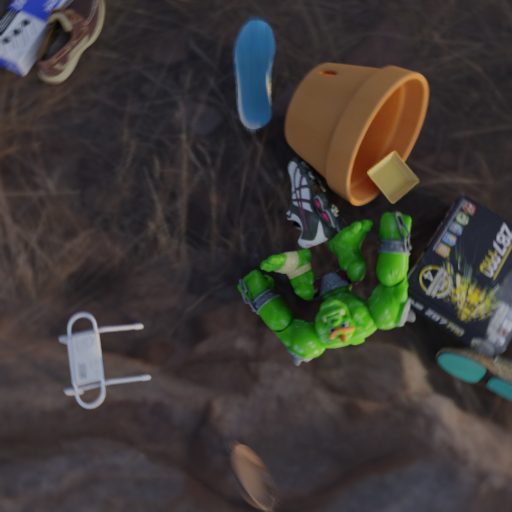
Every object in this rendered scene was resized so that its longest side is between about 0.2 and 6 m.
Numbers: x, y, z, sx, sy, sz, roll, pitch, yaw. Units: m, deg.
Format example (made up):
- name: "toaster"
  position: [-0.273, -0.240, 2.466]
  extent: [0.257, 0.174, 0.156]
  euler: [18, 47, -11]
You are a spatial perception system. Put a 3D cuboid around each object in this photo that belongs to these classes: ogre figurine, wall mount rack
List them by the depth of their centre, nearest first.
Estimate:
- name: "ogre figurine"
  position: [1.393, 0.637, 9.753]
  extent: [3.175, 1.558, 1.904]
  euler: [-20, 77, -2]
- name: "wall mount rack"
  position: [-2.714, 1.813, 9.953]
  extent: [1.436, 0.616, 1.652]
  euler: [-12, 74, 0]

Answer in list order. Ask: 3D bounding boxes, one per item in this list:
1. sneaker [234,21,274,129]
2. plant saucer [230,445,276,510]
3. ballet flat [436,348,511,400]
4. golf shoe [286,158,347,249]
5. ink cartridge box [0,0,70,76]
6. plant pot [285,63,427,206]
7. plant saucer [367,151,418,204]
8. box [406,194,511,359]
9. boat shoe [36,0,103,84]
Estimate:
- name: "sneaker"
  position: [-0.085, -3.552, 11.054]
  extent: [0.782, 0.825, 2.044]
  euler: [2, 96, -9]
- name: "plant saucer"
  position: [-0.082, 3.644, 9.157]
  extent: [0.193, 1.123, 1.123]
  euler: [-36, 76, 10]
- name: "ballet flat"
  position: [4.086, 2.006, 9.953]
  extent: [1.805, 0.636, 0.589]
  euler: [27, 48, 5]
- name: "golf shoe"
  position: [0.885, -1.050, 10.506]
  extent: [0.906, 0.794, 2.056]
  euler: [-36, 45, 17]
- name: "ink cartridge box"
  position: [-4.883, -4.927, 11.991]
  extent: [0.949, 0.446, 2.019]
  euler: [25, 75, 6]
- name: "plant pot"
  position: [1.732, -2.425, 10.384]
  extent: [1.759, 2.512, 2.512]
  euler: [33, 76, 27]
- name: "plant saucer"
  position: [2.619, -1.501, 10.857]
  extent: [0.791, 0.192, 0.791]
  euler: [-39, 88, -17]
- name: "box"
  position: [3.976, 0.315, 10.171]
  extent: [1.980, 0.603, 2.456]
  euler: [36, 66, 9]
- name: "boat shoe"
  position: [-3.946, -4.765, 11.739]
  extent: [0.834, 0.832, 2.311]
  euler: [23, 75, 7]
